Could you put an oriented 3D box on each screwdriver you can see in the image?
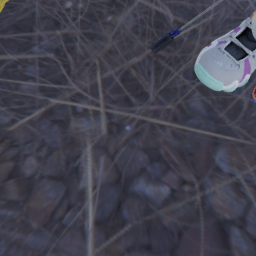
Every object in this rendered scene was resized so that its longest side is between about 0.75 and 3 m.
[{"bbox_3d":[1.237,-2.179,5.989,1.827,0.266,0.255,-30,92,28],"label":"screwdriver"}]

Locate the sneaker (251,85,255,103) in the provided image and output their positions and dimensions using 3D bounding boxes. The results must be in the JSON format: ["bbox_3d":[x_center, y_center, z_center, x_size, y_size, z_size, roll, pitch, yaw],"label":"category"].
[{"bbox_3d":[2.627,-0.875,5.352,0.366,0.382,0.973,40,78,9],"label":"sneaker"}]

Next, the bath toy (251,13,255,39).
[{"bbox_3d":[2.614,-1.755,3.672,1.969,0.856,0.728,-30,29,3],"label":"bath toy"}]

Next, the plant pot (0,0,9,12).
[{"bbox_3d":[-2.872,-3.379,5.337,2.276,2.419,2.419,-6,61,19],"label":"plant pot"}]

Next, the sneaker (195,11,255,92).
[{"bbox_3d":[2.506,-1.945,5.187,2.855,1.997,1.110,-36,73,-30],"label":"sneaker"}]
